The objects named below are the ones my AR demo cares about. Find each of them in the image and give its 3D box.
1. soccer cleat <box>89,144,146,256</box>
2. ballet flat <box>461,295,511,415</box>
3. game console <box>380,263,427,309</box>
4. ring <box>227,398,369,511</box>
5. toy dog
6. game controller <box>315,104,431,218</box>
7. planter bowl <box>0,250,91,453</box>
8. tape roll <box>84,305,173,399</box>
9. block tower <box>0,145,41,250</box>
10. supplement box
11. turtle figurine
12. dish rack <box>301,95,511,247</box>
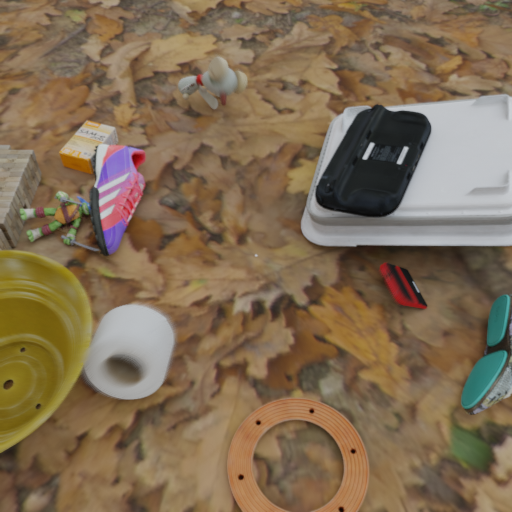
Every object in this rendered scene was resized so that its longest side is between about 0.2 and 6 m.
[{"bbox_3d":[-2.733,-1.215,11.213,1.045,0.974,2.856,-3,49,-9],"label":"soccer cleat"},{"bbox_3d":[4.037,1.675,9.025,0.850,0.850,2.364,23,56,17],"label":"ballet flat"},{"bbox_3d":[2.641,0.539,10.066,0.795,0.140,0.899,16,42,-39],"label":"game console"},{"bbox_3d":[0.614,3.085,8.248,2.071,0.199,2.071,-1,52,1],"label":"ring"},{"bbox_3d":[-1.068,-3.787,12.861,1.273,1.930,0.929,14,81,-24],"label":"toy dog"},{"bbox_3d":[2.234,-1.825,10.469,1.541,0.622,2.955,18,54,18],"label":"game controller"},{"bbox_3d":[-4.005,1.703,8.466,3.462,1.442,3.462,-3,53,3],"label":"planter bowl"},{"bbox_3d":[-1.943,1.486,8.657,1.221,1.221,0.838,3,30,2],"label":"tape roll"},{"bbox_3d":[-5.023,-1.029,11.154,0.798,0.746,2.762,0,52,-1],"label":"block tower"},{"bbox_3d":[-3.705,-2.427,12.453,0.749,0.437,1.189,16,53,11],"label":"supplement box"},{"bbox_3d":[-3.809,-0.698,10.771,1.289,0.956,1.329,-16,50,-7],"label":"turtle figurine"},{"bbox_3d":[3.156,-1.863,10.899,4.411,0.960,3.786,1,49,23],"label":"dish rack"}]
